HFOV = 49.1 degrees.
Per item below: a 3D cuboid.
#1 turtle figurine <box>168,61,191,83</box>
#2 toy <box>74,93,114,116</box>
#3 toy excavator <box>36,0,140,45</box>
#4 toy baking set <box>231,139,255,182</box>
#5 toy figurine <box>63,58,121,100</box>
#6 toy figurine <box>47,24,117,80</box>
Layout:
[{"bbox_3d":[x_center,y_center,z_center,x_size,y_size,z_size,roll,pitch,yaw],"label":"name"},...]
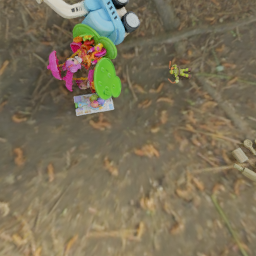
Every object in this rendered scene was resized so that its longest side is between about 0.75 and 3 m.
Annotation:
[{"bbox_3d":[1.711,-1.893,9.335,0.762,0.304,0.945,3,58,-5],"label":"turtle figurine"},{"bbox_3d":[-1.106,-0.842,8.953,1.205,0.285,0.694,-11,70,-3],"label":"toy"},{"bbox_3d":[-1.235,-3.600,8.708,2.533,1.265,2.463,-33,101,-30],"label":"toy excavator"},{"bbox_3d":[3.962,1.015,8.163,1.823,0.212,1.399,35,65,15],"label":"toy baking set"},{"bbox_3d":[-1.217,-1.471,8.776,1.502,1.632,1.225,6,82,26],"label":"toy figurine"},{"bbox_3d":[-1.562,-2.104,8.578,1.872,1.406,1.723,23,57,32],"label":"toy figurine"}]
